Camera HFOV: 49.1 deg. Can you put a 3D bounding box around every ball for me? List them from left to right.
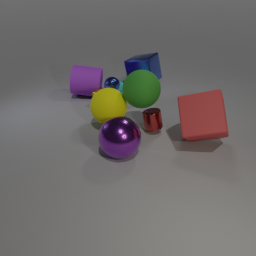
[{"bbox_3d":[-0.737,-0.827,10.701,1.400,1.400,1.400,0,29,0],"label":"ball"},{"bbox_3d":[-0.707,-1.918,12.399,0.700,0.700,0.700,0,29,0],"label":"ball"},{"bbox_3d":[-0.264,0.308,9.170,1.400,1.400,1.400,0,29,0],"label":"ball"},{"bbox_3d":[0.497,-1.417,10.235,1.400,1.400,1.400,0,29,0],"label":"ball"}]

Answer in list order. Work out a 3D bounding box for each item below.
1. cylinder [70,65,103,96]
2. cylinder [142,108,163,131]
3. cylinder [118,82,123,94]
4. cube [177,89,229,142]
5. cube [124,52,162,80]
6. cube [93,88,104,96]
[{"bbox_3d":[-1.994,-2.276,13.569,1.400,1.400,1.400,7,29,-2],"label":"cylinder"},{"bbox_3d":[0.937,-0.325,10.630,0.700,0.700,0.700,-10,23,4],"label":"cylinder"},{"bbox_3d":[-0.427,-1.857,13.390,0.700,0.700,0.700,23,11,34],"label":"cylinder"},{"bbox_3d":[2.573,-0.365,9.510,1.400,1.400,1.400,-8,-11,21],"label":"cube"},{"bbox_3d":[0.826,-3.095,14.877,1.400,1.400,1.400,1,26,30],"label":"cube"},{"bbox_3d":[-1.124,-1.361,12.825,0.700,0.700,0.700,17,34,28],"label":"cube"}]
